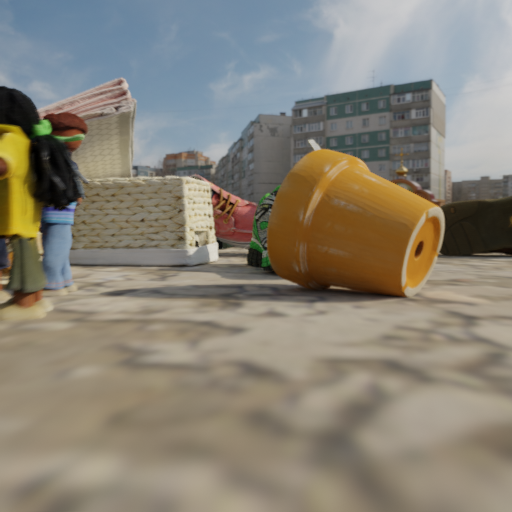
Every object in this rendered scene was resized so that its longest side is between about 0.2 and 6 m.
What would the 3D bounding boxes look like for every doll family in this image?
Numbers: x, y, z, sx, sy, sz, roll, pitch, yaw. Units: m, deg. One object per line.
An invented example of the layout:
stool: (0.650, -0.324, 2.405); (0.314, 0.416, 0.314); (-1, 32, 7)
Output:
doll family: (-1.663, -0.397, 3.841); (1.021, 1.504, 2.601); (-1, 3, -15)

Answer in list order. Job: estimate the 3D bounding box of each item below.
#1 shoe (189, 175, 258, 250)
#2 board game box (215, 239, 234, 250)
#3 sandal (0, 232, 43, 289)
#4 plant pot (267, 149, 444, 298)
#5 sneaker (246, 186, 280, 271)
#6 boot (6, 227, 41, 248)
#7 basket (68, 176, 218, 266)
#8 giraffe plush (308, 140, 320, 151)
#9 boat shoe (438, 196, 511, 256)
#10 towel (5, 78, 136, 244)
shoe: (-0.636, -0.812, 10.326); (2.416, 0.863, 1.099); (10, -24, 26)
board game box: (-2.554, -0.486, 14.923); (3.889, 0.548, 2.631); (0, 3, 6)
sandal: (-2.340, -0.012, 5.664); (0.611, 0.548, 1.666); (-1, 3, -17)
plant pot: (0.873, -0.180, 4.603); (1.088, 1.189, 1.189); (22, 15, 34)
sneaker: (0.458, -0.386, 7.017); (1.069, 1.167, 2.740); (-1, 4, -18)
boot: (-4.494, -0.435, 10.460); (2.464, 0.930, 0.907); (-4, 6, -37)
basket: (-1.703, -0.508, 8.403); (2.043, 1.260, 1.385); (1, 3, 13)
giraffe plush: (1.061, -0.976, 10.966); (1.723, 1.996, 1.619); (-1, -30, -37)
boat shoe: (5.032, -0.610, 10.393); (3.509, 1.263, 1.185); (-1, 4, 24)
towel: (-3.258, -1.048, 8.176); (3.218, 0.543, 3.369); (-28, -5, -17)
